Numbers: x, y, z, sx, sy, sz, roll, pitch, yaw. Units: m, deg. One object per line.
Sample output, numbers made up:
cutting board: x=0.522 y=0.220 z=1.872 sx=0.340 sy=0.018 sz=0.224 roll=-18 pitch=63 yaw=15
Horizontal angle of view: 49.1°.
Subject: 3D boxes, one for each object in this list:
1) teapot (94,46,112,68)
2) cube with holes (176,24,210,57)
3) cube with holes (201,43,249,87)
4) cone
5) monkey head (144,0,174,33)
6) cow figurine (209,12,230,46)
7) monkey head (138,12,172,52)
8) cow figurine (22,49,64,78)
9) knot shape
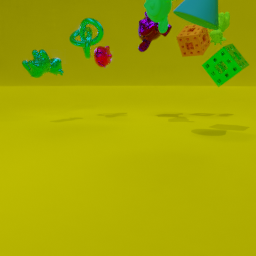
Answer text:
teapot: x=-0.925 y=-2.715 z=10.746 sx=0.631 sy=1.288 sz=0.801 roll=-1 pitch=-36 yaw=16
cube with holes: x=2.404 y=-3.204 z=10.226 sx=0.819 sy=0.819 sz=0.819 roll=6 pitch=48 yaw=38
cube with holes: x=2.621 y=-1.690 z=7.529 sx=0.758 sy=0.758 sz=0.758 roll=-40 pitch=-7 yaw=41
cone: x=1.672 y=-2.829 z=6.004 sx=1.066 sy=1.070 sz=1.066 roll=20 pitch=16 yaw=-6
monkey head: x=1.009 y=-3.595 z=8.005 sx=1.102 sy=1.532 sz=0.923 roll=-4 pitch=-3 yaw=31
cow figurine: x=3.237 y=-3.476 z=9.825 sx=0.585 sy=1.049 sz=1.066 roll=6 pitch=24 yaw=41
monkey head: x=0.950 y=-3.403 z=9.647 sx=1.218 sy=1.693 sz=1.020 roll=32 pitch=0 yaw=18
cow figurine: x=-2.731 y=-1.985 z=9.212 sx=0.681 sy=1.220 sz=1.240 roll=8 pitch=53 yaw=32
knot shape: x=-1.536 y=-3.215 z=9.927 sx=1.286 sy=1.375 sz=0.635 roll=31 pitch=20 yaw=36
